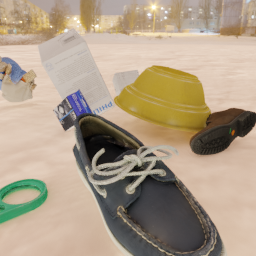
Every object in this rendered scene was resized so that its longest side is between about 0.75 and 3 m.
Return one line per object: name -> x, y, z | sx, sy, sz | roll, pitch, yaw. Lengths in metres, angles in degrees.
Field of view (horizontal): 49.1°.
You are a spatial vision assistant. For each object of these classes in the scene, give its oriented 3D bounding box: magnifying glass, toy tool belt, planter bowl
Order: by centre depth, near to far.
magnifying glass -> -1.759, 1.137, 3.693 | 0.702, 0.198, 1.764 | 8, 22, 22
planter bowl -> 0.995, -0.882, 6.810 | 2.540, 1.058, 2.540 | 12, 20, -5
toy tool belt -> -3.698, -1.748, 8.748 | 1.903, 1.170, 1.188 | 37, 29, 9

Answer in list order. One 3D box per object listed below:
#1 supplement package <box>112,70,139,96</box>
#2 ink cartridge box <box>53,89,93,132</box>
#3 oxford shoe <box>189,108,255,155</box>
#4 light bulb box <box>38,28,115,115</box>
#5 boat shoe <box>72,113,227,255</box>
supplement package -> -0.013, -1.489, 9.718 | 0.836, 0.799, 0.615 | -12, -14, -16
ink cartridge box -> -1.280, -0.368, 6.340 | 0.246, 0.624, 1.255 | -30, 1, -37
oxford shoe -> 1.853, 0.046, 5.862 | 1.747, 0.635, 0.737 | -22, 34, -28
light bulb box -> -1.395, -1.397, 7.458 | 1.166, 1.868, 1.852 | -28, 34, -4
boat shoe -> 0.029, 0.605, 3.649 | 1.111, 0.918, 2.968 | -20, 32, -18
